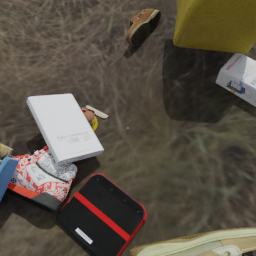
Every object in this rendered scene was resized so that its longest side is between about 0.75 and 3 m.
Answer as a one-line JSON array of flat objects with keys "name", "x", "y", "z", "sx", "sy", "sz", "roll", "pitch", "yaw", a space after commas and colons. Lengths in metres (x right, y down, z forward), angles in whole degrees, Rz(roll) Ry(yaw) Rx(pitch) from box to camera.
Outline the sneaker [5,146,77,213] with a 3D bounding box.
[{"name": "sneaker", "x": -2.350, "y": 0.891, "z": 6.406, "sx": 2.362, "sy": 0.789, "sz": 1.266, "roll": 22, "pitch": 60, "yaw": 9}]

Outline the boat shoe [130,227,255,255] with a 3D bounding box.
[{"name": "boat shoe", "x": 1.420, "y": 2.469, "z": 5.352, "sx": 2.694, "sy": 0.983, "sz": 0.848, "roll": -9, "pitch": 68, "yaw": -4}]

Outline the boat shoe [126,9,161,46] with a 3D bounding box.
[{"name": "boat shoe", "x": 0.376, "y": -3.300, "z": 9.143, "sx": 0.635, "sy": 0.671, "sz": 1.866, "roll": 25, "pitch": 52, "yaw": 20}]

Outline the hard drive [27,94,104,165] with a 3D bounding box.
[{"name": "hard drive", "x": -1.486, "y": -0.043, "z": 6.632, "sx": 1.193, "sy": 0.238, "sz": 1.810, "roll": -11, "pitch": 59, "yaw": -41}]

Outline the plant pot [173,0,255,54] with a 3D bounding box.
[{"name": "plant pot", "x": 2.488, "y": -3.478, "z": 7.131, "sx": 2.198, "sy": 2.263, "sz": 2.212, "roll": 7, "pitch": 83, "yaw": 3}]

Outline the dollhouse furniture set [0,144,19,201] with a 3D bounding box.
[{"name": "dollhouse furniture set", "x": -4.033, "y": 1.035, "z": 5.155, "sx": 2.654, "sy": 1.835, "sz": 2.812, "roll": 23, "pitch": 83, "yaw": 14}]

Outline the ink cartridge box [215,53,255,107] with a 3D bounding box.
[{"name": "ink cartridge box", "x": 3.371, "y": -1.404, "z": 7.934, "sx": 1.376, "sy": 0.602, "sz": 1.000, "roll": 37, "pitch": 64, "yaw": 19}]

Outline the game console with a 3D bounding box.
[{"name": "game console", "x": -0.551, "y": 1.897, "z": 6.121, "sx": 1.608, "sy": 0.250, "sz": 1.422, "roll": 34, "pitch": 68, "yaw": 20}]

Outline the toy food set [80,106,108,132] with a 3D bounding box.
[{"name": "toy food set", "x": -1.219, "y": -0.172, "z": 7.262, "sx": 0.779, "sy": 0.433, "sz": 1.324, "roll": 34, "pitch": 64, "yaw": 19}]
